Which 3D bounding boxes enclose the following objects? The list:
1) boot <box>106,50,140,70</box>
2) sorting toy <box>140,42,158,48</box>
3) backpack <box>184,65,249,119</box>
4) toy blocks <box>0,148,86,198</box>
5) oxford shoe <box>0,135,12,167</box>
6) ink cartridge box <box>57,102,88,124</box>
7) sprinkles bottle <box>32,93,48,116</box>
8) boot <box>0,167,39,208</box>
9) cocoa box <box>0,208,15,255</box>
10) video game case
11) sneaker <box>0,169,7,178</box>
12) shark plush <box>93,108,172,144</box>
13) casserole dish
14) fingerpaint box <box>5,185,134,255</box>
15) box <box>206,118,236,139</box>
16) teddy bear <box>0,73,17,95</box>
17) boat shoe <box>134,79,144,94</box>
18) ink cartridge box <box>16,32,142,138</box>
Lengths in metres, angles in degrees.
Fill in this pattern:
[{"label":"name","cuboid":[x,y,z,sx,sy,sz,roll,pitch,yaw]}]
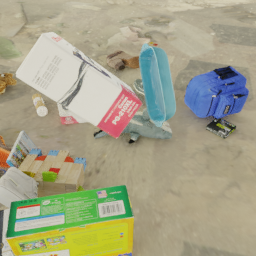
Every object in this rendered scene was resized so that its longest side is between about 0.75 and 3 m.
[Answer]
[{"label":"boot","cuboid":[-0.112,-3.528,14.079,1.917,0.673,1.401,-19,46,-17]},{"label":"sorting toy","cuboid":[1.126,-4.406,15.455,0.615,0.216,1.276,25,47,26]},{"label":"backpack","cuboid":[3.358,-1.293,10.742,2.075,1.686,1.741,-12,42,-16]},{"label":"toy blocks","cuboid":[-2.214,1.292,8.373,2.400,1.199,1.641,4,30,4]},{"label":"oxford shoe","cuboid":[-4.400,0.552,9.277,2.486,0.886,0.906,19,40,20]},{"label":"ink cartridge box","cuboid":[-1.902,-1.137,10.370,1.411,1.938,0.822,-5,41,-6]},{"label":"sprinkles bottle","cuboid":[-3.574,-0.946,11.335,0.399,0.399,1.170,-17,43,-19]},{"label":"boot","cuboid":[-2.467,1.811,7.203,0.701,1.907,0.911,-22,31,36]},{"label":"cocoa box","cuboid":[-3.109,2.720,6.793,0.795,0.808,1.212,-11,42,-12]},{"label":"video game case","cuboid":[-3.287,0.866,8.843,0.119,0.956,1.336,-14,39,14]},{"label":"sneaker","cuboid":[-4.803,1.553,7.939,2.735,1.073,1.030,-7,42,-8]},{"label":"shark plush","cuboid":[0.158,0.008,9.917,2.711,1.232,1.129,-5,72,-13]},{"label":"casserole dish","cuboid":[0.752,-1.081,7.058,0.407,2.097,1.270,-11,6,-14]},{"label":"fingerpaint box","cuboid":[-1.154,2.365,6.268,2.446,2.040,0.897,-7,41,-8]},{"label":"box","cuboid":[3.460,-0.016,10.418,0.795,0.196,0.823,-30,48,-34]},{"label":"teddy bear","cuboid":[-5.673,-2.000,12.513,1.309,0.603,1.806,-14,35,-26]},{"label":"boat shoe","cuboid":[0.825,-1.748,12.122,0.670,0.568,1.840,-17,44,-19]},{"label":"ink cartridge box","cuboid":[-1.140,-1.135,6.949,2.650,1.117,1.918,33,12,-18]}]
